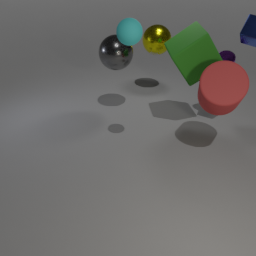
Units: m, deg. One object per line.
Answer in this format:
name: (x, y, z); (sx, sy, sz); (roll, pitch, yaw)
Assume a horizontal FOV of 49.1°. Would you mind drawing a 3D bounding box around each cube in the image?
cube: (4.068, -3.077, 8.942); (0.700, 0.700, 0.700); (27, 4, 25)
cube: (2.345, -2.668, 10.066); (1.400, 1.400, 1.400); (-32, 34, 17)

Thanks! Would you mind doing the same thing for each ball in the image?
ball: (0.038, -2.548, 7.422); (0.700, 0.700, 0.700); (0, 29, 0)
ball: (1.389, -4.231, 13.443); (1.400, 1.400, 1.400); (0, 29, 0)
ball: (-0.486, -3.043, 11.316); (1.400, 1.400, 1.400); (0, 29, 0)

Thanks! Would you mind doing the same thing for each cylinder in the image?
cylinder: (3.758, -2.500, 10.811); (0.700, 0.700, 0.700); (-7, 62, 13)
cylinder: (2.942, -1.211, 8.837); (1.400, 1.400, 1.400); (7, -8, 13)
